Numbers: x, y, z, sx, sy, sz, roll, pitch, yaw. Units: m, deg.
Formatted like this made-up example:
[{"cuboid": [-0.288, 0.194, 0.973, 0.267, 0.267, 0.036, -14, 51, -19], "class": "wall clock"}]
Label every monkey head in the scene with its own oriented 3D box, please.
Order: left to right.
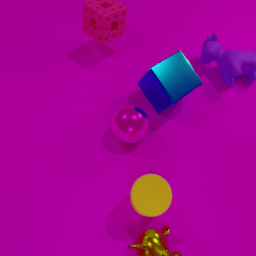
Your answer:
[{"cuboid": [0.588, 2.363, 5.593, 1.226, 0.882, 0.739, -7, 72, -45], "class": "monkey head"}]

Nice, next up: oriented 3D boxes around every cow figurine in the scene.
[{"cuboid": [3.048, -2.127, 8.440, 1.676, 0.920, 1.649, -11, 67, -10], "class": "cow figurine"}]

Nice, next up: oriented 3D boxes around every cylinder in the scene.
[{"cuboid": [0.448, 1.396, 5.739, 0.796, 0.796, 0.796, 0, 73, 0], "class": "cylinder"}]

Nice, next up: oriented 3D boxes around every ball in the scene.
[{"cuboid": [0.051, -0.085, 7.124, 0.976, 0.976, 0.976, 0, 57, 0], "class": "ball"}]

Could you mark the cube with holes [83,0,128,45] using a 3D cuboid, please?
[{"cuboid": [-0.712, -3.268, 8.435, 0.926, 0.926, 0.926, -35, 63, -31], "class": "cube with holes"}]

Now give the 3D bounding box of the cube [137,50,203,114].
[{"cuboid": [1.095, -1.209, 7.566, 1.081, 1.081, 1.081, -34, 90, -20], "class": "cube"}]
